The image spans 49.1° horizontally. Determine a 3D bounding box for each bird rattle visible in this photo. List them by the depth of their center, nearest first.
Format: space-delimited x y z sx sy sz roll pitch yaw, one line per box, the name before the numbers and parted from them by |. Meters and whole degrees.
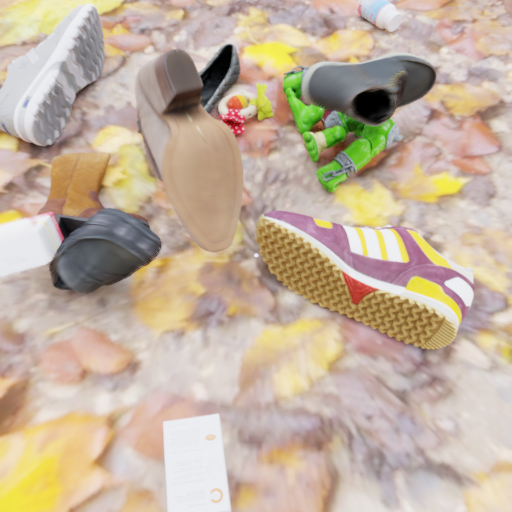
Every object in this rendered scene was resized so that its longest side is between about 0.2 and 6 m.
bird rattle | -0.287 -2.663 10.306 1.182 0.666 0.964 -37 49 -9

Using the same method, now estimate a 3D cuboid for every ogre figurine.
ogre figurine | 1.454 -2.426 9.659 1.541 1.261 2.571 -20 41 6

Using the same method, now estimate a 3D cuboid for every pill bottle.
pill bottle | 2.663 -5.249 12.078 0.524 0.524 0.964 -29 59 -20

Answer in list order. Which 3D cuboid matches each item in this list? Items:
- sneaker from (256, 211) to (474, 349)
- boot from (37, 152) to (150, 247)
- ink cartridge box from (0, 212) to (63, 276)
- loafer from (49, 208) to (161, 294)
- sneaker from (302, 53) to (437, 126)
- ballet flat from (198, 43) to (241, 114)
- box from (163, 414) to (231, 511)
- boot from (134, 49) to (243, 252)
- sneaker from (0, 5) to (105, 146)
sneaker | 1.505 0.065 7.946 3.098 1.161 1.396 30 51 12
boot | -2.545 -0.955 9.051 1.800 0.655 1.912 -7 47 5
ink cartridge box | -3.087 -0.171 7.419 0.798 0.459 1.100 -17 19 -6
loafer | -1.991 0.055 7.103 0.914 2.693 0.945 39 66 -22
sneaker | 1.937 -2.338 8.139 2.317 0.867 1.231 -14 37 -23
ballet flat | -1.109 -2.970 10.273 0.878 0.750 2.641 20 57 14
box | -0.683 2.471 6.447 0.675 0.529 1.086 -6 54 -5
boot | -1.005 -1.313 7.545 0.985 2.050 2.804 -9 86 -19
sneaker | -3.904 -3.577 10.395 1.400 1.276 3.415 12 55 9
